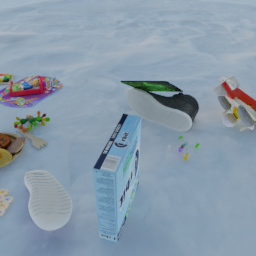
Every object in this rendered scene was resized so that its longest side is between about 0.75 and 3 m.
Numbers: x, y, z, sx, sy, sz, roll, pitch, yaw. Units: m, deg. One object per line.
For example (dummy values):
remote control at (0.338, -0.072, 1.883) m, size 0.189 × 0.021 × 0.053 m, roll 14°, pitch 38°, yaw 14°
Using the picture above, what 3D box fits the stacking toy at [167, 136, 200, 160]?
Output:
stacking toy at (1.789, 0.624, 9.049) m, size 0.703 × 0.219 × 0.933 m, roll 28°, pitch 43°, yaw 30°

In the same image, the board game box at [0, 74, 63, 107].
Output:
board game box at (-4.326, -1.872, 12.155) m, size 2.231 × 0.550 × 2.824 m, roll 19°, pitch 40°, yaw 24°

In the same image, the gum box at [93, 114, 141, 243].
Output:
gum box at (-0.174, 1.146, 6.534) m, size 0.509 × 2.284 × 1.941 m, roll 11°, pitch 37°, yaw 12°

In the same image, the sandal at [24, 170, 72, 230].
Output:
sandal at (-2.044, 1.843, 7.094) m, size 1.013 × 0.612 × 2.489 m, roll 0°, pitch 20°, yaw -25°

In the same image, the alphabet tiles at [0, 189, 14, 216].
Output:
alphabet tiles at (-3.569, 1.979, 7.281) m, size 1.010 × 0.075 × 1.033 m, roll 6°, pitch 37°, yaw 7°

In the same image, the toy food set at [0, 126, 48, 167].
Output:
toy food set at (-4.169, 0.607, 8.748) m, size 1.898 × 0.552 × 2.749 m, roll 28°, pitch 45°, yaw 33°

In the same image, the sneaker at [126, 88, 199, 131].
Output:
sneaker at (1.347, -0.911, 10.549) m, size 2.853 × 1.009 × 1.415 m, roll 27°, pitch 42°, yaw 25°

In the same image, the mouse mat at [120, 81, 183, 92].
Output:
mouse mat at (0.910, -1.479, 10.064) m, size 1.729 × 0.081 × 2.149 m, roll 5°, pitch 1°, yaw 25°

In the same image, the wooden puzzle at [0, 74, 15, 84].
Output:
wooden puzzle at (-5.897, -2.304, 13.044) m, size 1.056 × 0.197 × 0.977 m, roll -6°, pitch 37°, yaw -8°

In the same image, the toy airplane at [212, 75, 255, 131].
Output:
toy airplane at (3.796, -0.775, 9.791) m, size 2.220 × 1.573 × 2.229 m, roll 43°, pitch 19°, yaw 28°

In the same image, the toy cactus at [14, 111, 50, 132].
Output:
toy cactus at (-3.493, -0.317, 10.033) m, size 1.259 × 0.644 × 1.039 m, roll -21°, pitch 28°, yaw -24°
